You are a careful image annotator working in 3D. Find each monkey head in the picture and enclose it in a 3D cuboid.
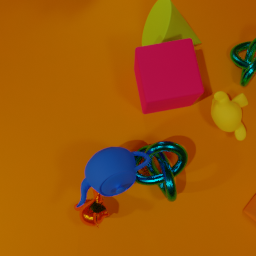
[{"bbox_3d":[-0.890,1.989,6.949,0.700,1.162,0.836,-22,113,-34],"label":"monkey head"},{"bbox_3d":[2.638,-0.438,7.103,1.033,0.865,1.436,-31,105,10],"label":"monkey head"}]

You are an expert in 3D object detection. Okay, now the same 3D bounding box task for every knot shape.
[{"bbox_3d":[3.407,-1.868,7.352,0.673,1.364,1.457,18,67,-27],"label":"knot shape"},{"bbox_3d":[0.682,0.987,7.064,1.520,0.751,1.625,13,111,37],"label":"knot shape"}]

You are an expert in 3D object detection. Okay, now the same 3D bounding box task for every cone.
[{"bbox_3d":[1.405,-2.558,7.693,1.529,1.523,1.523,11,81,-23],"label":"cone"}]

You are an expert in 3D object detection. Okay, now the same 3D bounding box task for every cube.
[{"bbox_3d":[0.969,-1.265,7.216,1.394,1.394,1.394,-10,81,-2],"label":"cube"},{"bbox_3d":[3.648,2.066,6.906,0.916,0.916,0.916,40,85,4],"label":"cube"}]

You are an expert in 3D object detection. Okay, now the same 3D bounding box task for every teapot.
[{"bbox_3d":[-0.400,1.120,6.536,2.007,1.248,0.983,-29,50,-1],"label":"teapot"}]
